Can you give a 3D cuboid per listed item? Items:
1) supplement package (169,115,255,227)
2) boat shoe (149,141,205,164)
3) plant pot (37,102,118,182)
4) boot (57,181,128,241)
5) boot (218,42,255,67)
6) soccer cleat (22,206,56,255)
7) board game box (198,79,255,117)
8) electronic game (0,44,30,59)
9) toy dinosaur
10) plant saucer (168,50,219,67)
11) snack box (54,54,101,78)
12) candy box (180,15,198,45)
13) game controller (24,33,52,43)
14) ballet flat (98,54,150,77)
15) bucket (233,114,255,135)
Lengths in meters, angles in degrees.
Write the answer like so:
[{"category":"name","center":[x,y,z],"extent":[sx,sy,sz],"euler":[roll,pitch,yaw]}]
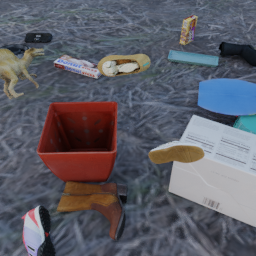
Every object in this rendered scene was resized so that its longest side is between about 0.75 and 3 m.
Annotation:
[{"category":"supplement package","center":[2.364,1.030,6.838],"extent":[2.306,1.796,1.279],"euler":[20,48,19]},{"category":"boat shoe","center":[0.685,0.300,3.892],"extent":[0.837,0.296,0.290],"euler":[-8,25,38]},{"category":"plant pot","center":[-1.182,0.489,7.529],"extent":[1.832,1.616,1.834],"euler":[-1,45,-1]},{"category":"boot","center":[-0.894,1.936,6.807],"extent":[1.691,0.579,1.592],"euler":[2,45,3]},{"category":"boot","center":[4.685,-3.141,11.890],"extent":[1.433,0.651,1.706],"euler":[4,38,-1]},{"category":"soccer cleat","center":[-2.039,2.587,6.251],"extent":[0.610,0.569,1.668],"euler":[-27,50,7]},{"category":"board game box","center":[3.472,-0.902,9.508],"extent":[2.140,0.527,2.709],"euler":[6,34,13]},{"category":"electronic game","center":[-5.005,-3.289,12.278],"extent":[1.625,0.338,1.625],"euler":[1,36,-1]},{"category":"toy dinosaur","center":[-3.235,-1.452,7.488],"extent":[0.760,1.320,2.610],"euler":[-11,18,33]},{"category":"plant saucer","center":[2.803,-2.974,12.081],"extent":[2.104,0.200,0.736],"euler":[10,46,11]},{"category":"snack box","center":[-1.992,-2.566,11.609],"extent":[2.073,0.252,0.745],"euler":[18,47,18]},{"category":"candy box","center":[2.792,-4.512,12.936],"extent":[0.684,1.173,0.331],"euler":[-34,54,-30]},{"category":"game controller","center":[-4.309,-4.337,13.471],"extent":[1.286,0.271,0.671],"euler":[1,59,1]},{"category":"ballet flat","center":[-0.255,-1.770,7.979],"extent":[1.813,0.622,0.572],"euler":[-3,30,33]},{"category":"bucket","center":[3.852,0.082,8.510],"extent":[1.276,0.830,1.276],"euler":[1,44,-1]}]
